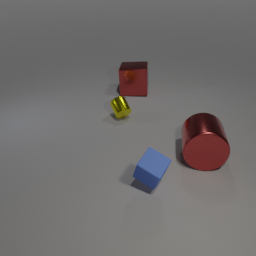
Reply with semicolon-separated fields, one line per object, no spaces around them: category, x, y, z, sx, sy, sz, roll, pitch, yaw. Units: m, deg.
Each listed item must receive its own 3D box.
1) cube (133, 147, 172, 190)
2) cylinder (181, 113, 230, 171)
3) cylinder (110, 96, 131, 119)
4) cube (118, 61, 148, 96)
cube;0.642;1.090;7.557;0.700;0.700;0.700;31;54;13
cylinder;2.449;0.414;9.029;1.400;1.400;1.400;4;29;7
cylinder;-0.307;-0.867;11.792;0.700;0.700;0.700;-15;65;-25
cube;0.322;-2.560;14.449;1.400;1.400;1.400;0;28;6
